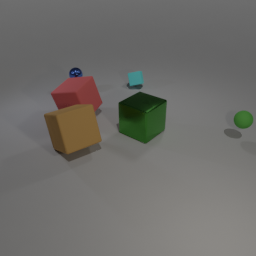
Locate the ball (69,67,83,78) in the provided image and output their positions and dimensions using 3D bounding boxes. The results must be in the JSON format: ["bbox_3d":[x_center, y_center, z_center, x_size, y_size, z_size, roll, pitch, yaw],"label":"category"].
[{"bbox_3d":[-2.686,-2.762,14.423,0.700,0.700,0.700,0,31,0],"label":"ball"}]

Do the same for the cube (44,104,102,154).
[{"bbox_3d":[-2.009,-0.011,10.158,1.400,1.400,1.400,-21,15,-30],"label":"cube"}]

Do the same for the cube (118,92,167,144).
[{"bbox_3d":[0.586,-0.462,11.299,1.400,1.400,1.400,23,38,33],"label":"cube"}]

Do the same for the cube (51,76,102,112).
[{"bbox_3d":[-2.207,-1.301,12.268,1.400,1.400,1.400,1,37,29],"label":"cube"}]

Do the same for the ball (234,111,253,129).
[{"bbox_3d":[4.407,-0.317,10.694,0.700,0.700,0.700,0,31,0],"label":"ball"}]

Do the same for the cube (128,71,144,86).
[{"bbox_3d":[0.441,-2.747,15.536,0.700,0.700,0.700,-9,9,14],"label":"cube"}]
